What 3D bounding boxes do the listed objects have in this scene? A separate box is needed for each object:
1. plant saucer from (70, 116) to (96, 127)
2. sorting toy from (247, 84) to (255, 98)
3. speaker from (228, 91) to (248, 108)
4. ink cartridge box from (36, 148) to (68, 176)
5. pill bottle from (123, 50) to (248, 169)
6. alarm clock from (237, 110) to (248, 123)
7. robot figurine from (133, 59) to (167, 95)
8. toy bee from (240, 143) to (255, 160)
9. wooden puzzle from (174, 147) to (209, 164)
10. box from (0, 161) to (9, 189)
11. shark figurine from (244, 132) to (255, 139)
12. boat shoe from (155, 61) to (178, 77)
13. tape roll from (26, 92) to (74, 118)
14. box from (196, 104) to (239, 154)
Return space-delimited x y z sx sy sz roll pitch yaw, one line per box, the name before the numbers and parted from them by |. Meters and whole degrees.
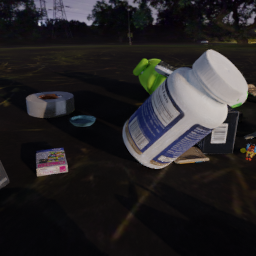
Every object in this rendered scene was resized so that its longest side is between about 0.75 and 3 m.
plant saucer | -1.692 -0.243 10.538 0.985 0.177 0.985 0 20 0
sorting toy | 6.155 -1.821 14.483 2.737 0.403 2.023 -7 21 -20
speaker | 3.859 -1.250 11.749 2.891 1.279 1.279 -18 27 -40
ink cartridge box | -2.071 0.844 7.524 0.762 0.268 1.277 -6 19 -17
pill bottle | 1.260 -0.384 6.651 1.605 2.893 1.605 24 43 -24
alarm clock | 3.961 -0.462 10.889 1.158 0.386 0.781 -9 22 -16
robot figurine | 1.503 -2.543 14.294 2.492 1.643 2.840 15 23 -22
toy bee | 3.403 0.677 7.849 0.825 0.449 0.540 16 -1 -37
wooden puzzle | 1.640 0.773 7.843 0.929 0.187 1.004 -4 16 -9
box | -3.653 0.306 5.256 1.355 2.556 1.562 12 36 35
shark figurine | 5.009 -0.083 8.582 1.907 1.332 3.192 -10 21 -22
boat shoe | 2.077 -2.479 12.571 1.825 0.517 0.626 30 -11 16
tape roll | -3.305 -1.041 11.999 1.971 0.651 1.971 1 20 0
box | 2.539 -0.138 8.637 0.934 1.294 1.744 -1 21 -4
